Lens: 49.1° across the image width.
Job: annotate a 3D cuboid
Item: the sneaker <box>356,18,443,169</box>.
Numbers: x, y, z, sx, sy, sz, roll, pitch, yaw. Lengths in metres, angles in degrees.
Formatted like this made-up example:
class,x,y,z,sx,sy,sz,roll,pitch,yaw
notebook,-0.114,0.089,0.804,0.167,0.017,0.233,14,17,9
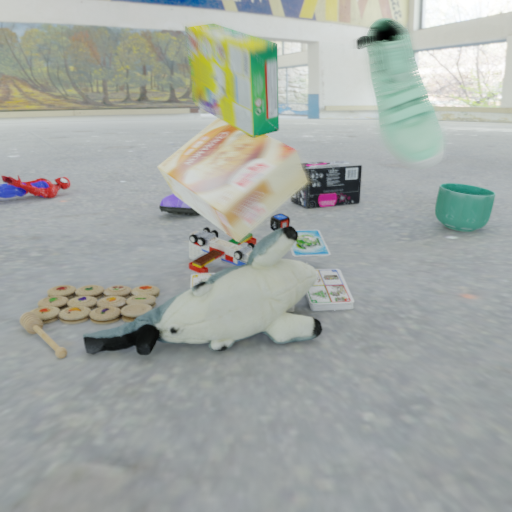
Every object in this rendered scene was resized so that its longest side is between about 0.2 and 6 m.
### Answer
class,x,y,z,sx,sy,sz,roll,pitch,yaw
sneaker,2.859,-3.301,11.252,1.133,3.080,1.817,-20,-26,12

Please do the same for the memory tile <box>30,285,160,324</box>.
class,x,y,z,sx,sy,sz,roll,pitch,yaw
memory tile,-2.232,0.654,7.869,1.657,0.139,1.270,0,17,-2

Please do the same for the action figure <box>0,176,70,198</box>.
class,x,y,z,sx,sy,sz,roll,pitch,yaw
action figure,-6.403,-1.776,14.818,3.018,0.780,0.987,-10,17,-38

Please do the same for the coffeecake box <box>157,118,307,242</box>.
class,x,y,z,sx,sy,sz,roll,pitch,yaw
coffeecake box,-0.320,-1.012,6.927,1.160,0.552,1.511,-41,46,-13

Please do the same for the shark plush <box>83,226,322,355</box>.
class,x,y,z,sx,sy,sz,roll,pitch,yaw
shark plush,-0.505,0.785,6.960,3.029,1.376,1.262,-29,9,-16

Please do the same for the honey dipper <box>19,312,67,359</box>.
class,x,y,z,sx,sy,sz,roll,pitch,yaw
honey dipper,-2.567,0.961,6.772,0.218,0.218,1.148,-14,24,-38

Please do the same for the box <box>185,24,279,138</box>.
class,x,y,z,sx,sy,sz,roll,pitch,yaw
box,-0.301,-1.862,5.803,0.359,0.871,1.484,-21,38,-26

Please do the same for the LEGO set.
class,x,y,z,sx,sy,sz,roll,pitch,yaw
LEGO set,0.064,0.180,9.056,2.300,0.756,3.079,-2,29,-6

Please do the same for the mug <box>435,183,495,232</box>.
class,x,y,z,sx,sy,sz,roll,pitch,yaw
mug,4.518,-1.008,11.955,1.375,0.850,1.130,1,20,-14

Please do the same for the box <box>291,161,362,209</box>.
class,x,y,z,sx,sy,sz,roll,pitch,yaw
box,1.785,-1.875,14.438,1.608,1.063,0.923,-8,19,-24

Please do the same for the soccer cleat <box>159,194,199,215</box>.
class,x,y,z,sx,sy,sz,roll,pitch,yaw
soccer cleat,-1.248,-1.626,13.718,0.943,1.012,2.766,16,23,41
